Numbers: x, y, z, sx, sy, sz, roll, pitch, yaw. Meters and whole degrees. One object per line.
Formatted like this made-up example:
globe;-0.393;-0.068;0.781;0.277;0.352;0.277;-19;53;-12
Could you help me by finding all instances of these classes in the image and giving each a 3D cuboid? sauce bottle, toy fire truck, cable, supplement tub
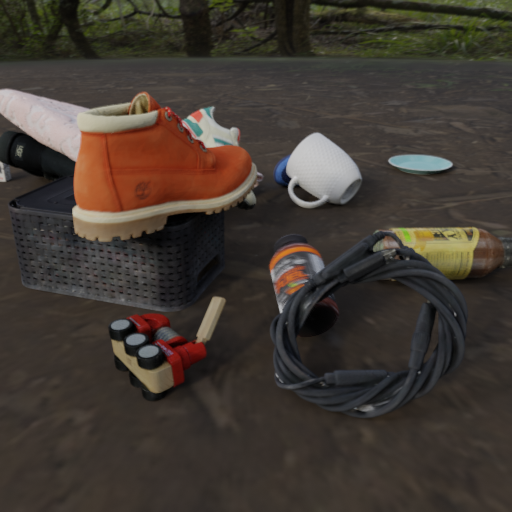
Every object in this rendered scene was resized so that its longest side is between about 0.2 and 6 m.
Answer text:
sauce bottle;2.785;-0.032;7.889;2.325;0.752;0.752;-1;24;-7
toy fire truck;-0.876;0.832;5.848;1.087;0.699;0.957;-20;31;-33
cable;1.041;0.770;5.488;1.928;0.490;1.573;-37;70;0
supplement tub;0.526;0.309;6.651;0.656;0.656;1.227;-4;45;-9

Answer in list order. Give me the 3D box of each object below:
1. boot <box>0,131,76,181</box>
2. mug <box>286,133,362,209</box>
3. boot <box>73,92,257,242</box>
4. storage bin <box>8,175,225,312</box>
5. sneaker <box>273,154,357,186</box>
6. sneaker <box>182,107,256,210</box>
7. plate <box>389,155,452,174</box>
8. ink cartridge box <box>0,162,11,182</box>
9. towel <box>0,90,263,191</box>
boot;-3.916;-1.918;11.964;2.148;0.976;2.556;18;6;3
mug;1.261;-1.504;10.934;1.425;1.052;1.250;-42;67;-13
boot;-0.952;-1.228;6.764;1.036;1.481;2.762;16;26;35
storage bin;-1.863;-0.294;7.868;2.585;1.212;1.747;9;25;16
sneaker;1.325;-1.807;11.964;1.922;0.711;0.791;-8;27;-16
sneaker;-0.486;-1.755;9.744;0.922;1.973;0.695;-39;-3;-17
plate;3.912;-2.163;13.395;1.468;0.188;1.468;1;23;0
ink cartridge box;-5.784;-2.019;12.354;0.547;0.751;0.318;0;24;0
towel;-2.536;-2.191;11.126;3.946;0.666;4.131;3;20;-47
